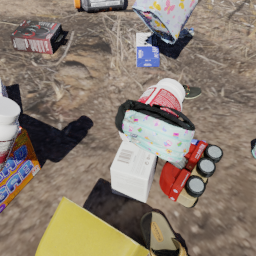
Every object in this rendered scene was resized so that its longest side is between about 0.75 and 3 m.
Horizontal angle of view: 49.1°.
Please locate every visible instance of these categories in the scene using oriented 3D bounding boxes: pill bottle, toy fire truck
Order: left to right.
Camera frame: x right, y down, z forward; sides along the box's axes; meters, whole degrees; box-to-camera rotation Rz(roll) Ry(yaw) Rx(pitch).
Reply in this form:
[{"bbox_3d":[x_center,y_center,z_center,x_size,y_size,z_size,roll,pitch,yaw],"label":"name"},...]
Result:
[{"bbox_3d":[-2.901,0.176,5.985,0.938,1.661,0.938,25,27,-14],"label":"pill bottle"},{"bbox_3d":[-1.763,-7.639,16.356,2.865,1.522,1.522,-8,48,-8],"label":"pill bottle"},{"bbox_3d":[0.970,-0.527,9.929,1.541,1.541,2.745,23,52,19],"label":"pill bottle"},{"bbox_3d":[1.468,0.933,8.493,2.279,1.466,2.006,29,57,18],"label":"toy fire truck"}]

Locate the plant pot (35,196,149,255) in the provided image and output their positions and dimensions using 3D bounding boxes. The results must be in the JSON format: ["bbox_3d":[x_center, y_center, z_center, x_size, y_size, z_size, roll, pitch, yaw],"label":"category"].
[{"bbox_3d":[-0.962,3.151,6.409,2.023,2.037,2.083,26,71,21],"label":"plant pot"}]

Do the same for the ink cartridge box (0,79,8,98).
[{"bbox_3d":[-5.509,-0.858,10.585,1.744,1.010,2.994,-16,50,-14],"label":"ink cartridge box"}]

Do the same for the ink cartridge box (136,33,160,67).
[{"bbox_3d":[0.933,-3.830,13.607,1.072,0.504,2.281,0,48,2],"label":"ink cartridge box"}]

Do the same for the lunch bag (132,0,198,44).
[{"bbox_3d":[1.540,-4.584,10.605,1.482,2.332,1.977,33,94,41],"label":"lunch bag"}]

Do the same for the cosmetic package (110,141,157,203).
[{"bbox_3d":[0.187,1.310,8.400,1.115,1.340,1.122,13,49,12],"label":"cosmetic package"}]

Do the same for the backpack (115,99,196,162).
[{"bbox_3d":[0.765,0.060,7.267,1.908,1.208,1.592,26,18,30],"label":"backpack"}]

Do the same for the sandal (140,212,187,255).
[{"bbox_3d":[1.079,3.212,7.113,1.052,0.708,2.620,-19,51,-16],"label":"sandal"}]

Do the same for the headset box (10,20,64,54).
[{"bbox_3d":[-4.387,-4.571,14.035,2.270,0.852,1.687,8,48,7],"label":"headset box"}]

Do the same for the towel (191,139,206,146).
[{"bbox_3d":[2.276,0.828,9.658,0.812,0.134,1.121,9,49,9],"label":"towel"}]

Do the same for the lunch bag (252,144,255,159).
[{"bbox_3d":[5.128,1.001,9.129,1.423,0.684,1.774,-18,51,-19],"label":"lunch bag"}]

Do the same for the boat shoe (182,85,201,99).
[{"bbox_3d":[2.364,-1.520,11.577,1.447,0.453,0.529,-4,47,-6],"label":"boat shoe"}]

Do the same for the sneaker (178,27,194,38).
[{"bbox_3d":[2.962,-5.070,14.755,1.092,0.465,0.421,-13,49,-11],"label":"sneaker"}]

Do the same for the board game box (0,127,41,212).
[{"bbox_3d":[-4.191,0.964,8.273,1.990,1.989,1.989,22,51,19],"label":"board game box"}]
